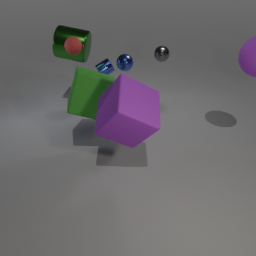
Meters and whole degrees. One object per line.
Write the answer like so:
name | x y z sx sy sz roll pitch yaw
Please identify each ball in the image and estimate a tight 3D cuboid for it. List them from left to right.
ball | -2.195 -3.304 11.257 0.700 0.700 0.700 0 31 0
ball | -0.129 -2.685 11.502 0.700 0.700 0.700 0 31 0
ball | 1.510 -3.316 12.522 0.700 0.700 0.700 0 31 0
ball | 4.539 -2.448 9.616 1.400 1.400 1.400 0 31 0

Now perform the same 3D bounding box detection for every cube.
cube | -1.258 -1.194 9.717 1.400 1.400 1.400 13 17 -15
cube | -0.011 -0.461 8.319 1.400 1.400 1.400 21 52 -26

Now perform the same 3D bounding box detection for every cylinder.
cylinder | -2.458 -3.723 12.448 1.400 1.400 1.400 12 32 1
cylinder | -1.122 -2.894 13.562 0.700 0.700 0.700 -33 37 -3
